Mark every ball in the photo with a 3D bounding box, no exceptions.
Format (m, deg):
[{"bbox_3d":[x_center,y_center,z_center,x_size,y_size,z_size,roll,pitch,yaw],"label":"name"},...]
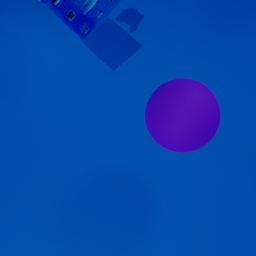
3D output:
[{"bbox_3d":[0.991,-0.228,5.157,1.360,1.360,1.360,0,65,0],"label":"ball"}]

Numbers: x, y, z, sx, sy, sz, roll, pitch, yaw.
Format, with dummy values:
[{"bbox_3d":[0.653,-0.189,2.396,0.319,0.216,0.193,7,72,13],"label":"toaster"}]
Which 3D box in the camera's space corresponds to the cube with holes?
[{"bbox_3d":[-1.156,-2.895,5.862,1.273,1.273,1.273,-47,50,7],"label":"cube with holes"}]
